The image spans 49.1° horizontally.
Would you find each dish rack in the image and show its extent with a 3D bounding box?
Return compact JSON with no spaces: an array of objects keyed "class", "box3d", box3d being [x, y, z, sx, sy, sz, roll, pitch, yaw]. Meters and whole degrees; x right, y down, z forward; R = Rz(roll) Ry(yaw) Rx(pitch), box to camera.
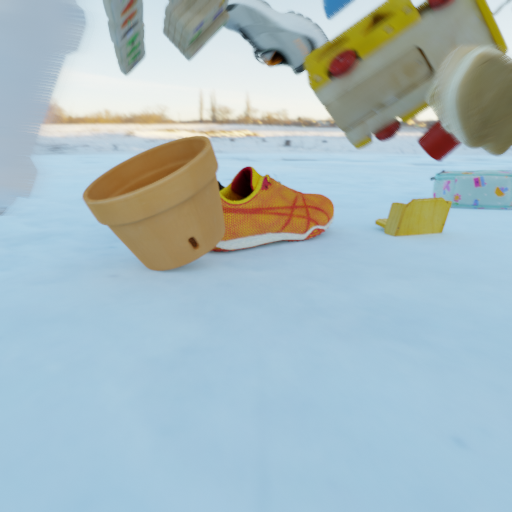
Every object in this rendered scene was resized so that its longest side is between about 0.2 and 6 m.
[{"class":"dish rack","box3d":[-2.893,-2.301,6.634,0.811,3.724,3.196,15,-12,-7]}]

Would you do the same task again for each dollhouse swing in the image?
[{"class":"dollhouse swing","box3d":[2.834,-0.825,10.364,1.037,0.943,0.912,-5,34,-18]}]

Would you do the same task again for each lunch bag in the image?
[{"class":"lunch bag","box3d":[5.599,-1.728,14.167,2.345,0.904,1.881,4,13,16]}]

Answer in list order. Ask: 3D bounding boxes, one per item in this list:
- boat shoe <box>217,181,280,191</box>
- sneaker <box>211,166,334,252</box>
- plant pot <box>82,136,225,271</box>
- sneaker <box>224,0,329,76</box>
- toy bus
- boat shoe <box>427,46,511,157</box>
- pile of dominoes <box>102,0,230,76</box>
[{"class":"boat shoe","box3d":[-0.774,-1.204,11.984,2.766,0.823,0.994,3,13,12]},{"class":"sneaker","box3d":[0.278,-0.881,9.559,1.227,1.297,3.363,9,14,40]},{"class":"plant pot","box3d":[-1.232,-0.651,7.606,1.826,1.278,1.826,-18,26,9]},{"class":"sneaker","box3d":[0.140,-4.203,10.687,2.505,0.993,0.926,33,1,31]},{"class":"toy bus","box3d":[2.005,-2.770,7.434,2.789,2.631,1.441,6,43,-6]},{"class":"boat shoe","box3d":[2.375,-1.742,6.300,0.867,0.924,2.507,40,16,28]},{"class":"pile of dominoes","box3d":[-0.387,-2.663,5.345,2.347,0.479,3.011,-46,13,-2]}]
